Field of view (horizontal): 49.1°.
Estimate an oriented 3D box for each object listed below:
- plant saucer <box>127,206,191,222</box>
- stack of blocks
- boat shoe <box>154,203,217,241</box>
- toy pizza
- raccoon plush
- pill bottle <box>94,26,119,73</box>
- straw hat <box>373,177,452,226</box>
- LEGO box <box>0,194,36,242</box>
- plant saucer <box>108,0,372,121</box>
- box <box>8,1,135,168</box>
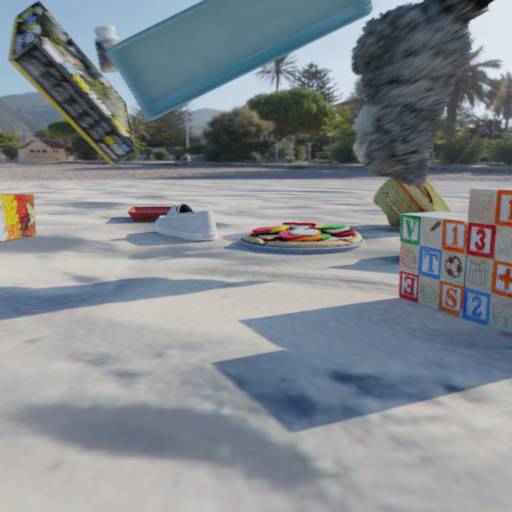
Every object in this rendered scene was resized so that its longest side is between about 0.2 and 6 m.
[{"bbox_3d":[-2.756,-1.214,16.180,1.754,0.323,1.758,-1,11,-7],"label":"plant saucer"},{"bbox_3d":[2.591,-0.015,5.898,0.715,1.406,2.441,-5,10,-26],"label":"stack of blocks"},{"bbox_3d":[-1.617,-0.805,12.459,0.791,0.752,2.196,-6,11,-30],"label":"boat shoe"},{"bbox_3d":[0.918,-0.428,11.292,2.520,0.399,2.520,0,10,0],"label":"toy pizza"},{"bbox_3d":[2.459,-2.701,8.203,1.713,2.373,3.541,10,-30,-9],"label":"raccoon plush"},{"bbox_3d":[-2.849,-3.979,10.815,0.472,0.811,0.472,-8,15,2],"label":"pill bottle"},{"bbox_3d":[3.717,-1.457,14.285,1.297,3.064,3.064,-41,-8,23],"label":"straw hat"},{"bbox_3d":[-6.365,-0.837,12.023,2.477,0.956,1.845,3,10,17],"label":"LEGO box"},{"bbox_3d":[-0.135,-2.633,6.419,3.009,1.052,0.285,-25,52,2],"label":"plant saucer"},{"bbox_3d":[-3.350,-3.181,10.407,0.640,2.592,2.070,-31,44,11],"label":"box"}]
